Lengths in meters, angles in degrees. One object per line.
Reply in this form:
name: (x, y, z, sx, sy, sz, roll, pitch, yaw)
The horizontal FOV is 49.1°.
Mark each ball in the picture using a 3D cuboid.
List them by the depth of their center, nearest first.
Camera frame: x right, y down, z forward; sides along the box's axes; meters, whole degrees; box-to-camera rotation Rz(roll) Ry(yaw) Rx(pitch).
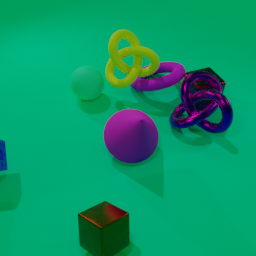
ball: (-1.374, -1.519, 9.459, 1.146, 1.146, 1.146, 0, 44, 0)

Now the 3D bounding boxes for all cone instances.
cone: (0.198, 0.010, 6.976, 1.534, 1.540, 1.534, 2, 75, -8)

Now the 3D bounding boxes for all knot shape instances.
knot shape: (2.048, -0.611, 8.424, 1.867, 0.922, 1.995, -31, 63, 23)
knot shape: (0.169, -2.118, 8.908, 1.677, 1.792, 0.828, 9, 19, -4)

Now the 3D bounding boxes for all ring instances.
ring: (1.020, -1.853, 9.959, 2.034, 0.407, 2.034, -12, 28, 7)

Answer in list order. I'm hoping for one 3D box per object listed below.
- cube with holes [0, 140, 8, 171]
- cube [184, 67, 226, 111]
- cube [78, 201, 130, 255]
cube with holes: (-3.446, 0.697, 6.761, 0.751, 0.751, 0.751, -8, 82, -7)
cube: (2.491, -1.297, 9.391, 0.987, 0.987, 0.987, -15, 46, -15)
cube: (-0.493, 2.096, 5.781, 0.766, 0.766, 0.766, 13, 20, 43)
